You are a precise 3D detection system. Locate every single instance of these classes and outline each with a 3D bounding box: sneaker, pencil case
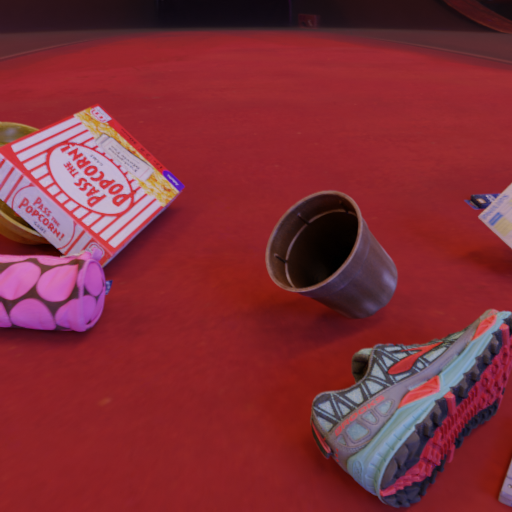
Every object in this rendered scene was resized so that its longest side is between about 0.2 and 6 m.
[{"bbox_3d":[1.785,1.249,6.156,1.456,1.209,3.049,23,35,40],"label":"sneaker"},{"bbox_3d":[-3.339,0.423,7.761,2.448,1.147,1.111,2,-6,4],"label":"pencil case"}]

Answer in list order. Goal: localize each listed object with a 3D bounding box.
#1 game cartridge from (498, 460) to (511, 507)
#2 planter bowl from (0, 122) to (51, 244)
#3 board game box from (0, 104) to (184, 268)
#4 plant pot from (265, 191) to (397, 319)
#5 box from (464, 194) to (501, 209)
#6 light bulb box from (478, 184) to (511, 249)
[{"bbox_3d":[2.951,2.131,5.536,0.783,0.232,1.208,13,30,32],"label":"game cartridge"},{"bbox_3d":[-4.069,-1.032,10.054,2.655,1.106,2.655,34,33,-26],"label":"planter bowl"},{"bbox_3d":[-2.906,-1.301,10.069,2.393,0.731,3.159,43,31,-9],"label":"board game box"},{"bbox_3d":[1.123,0.096,7.608,1.433,1.447,1.447,36,0,-42],"label":"plant pot"},{"bbox_3d":[4.945,-1.155,11.892,0.884,0.143,0.535,-4,28,-5],"label":"box"},{"bbox_3d":[4.526,-0.596,8.999,0.756,1.201,1.212,13,35,-49],"label":"light bulb box"}]
